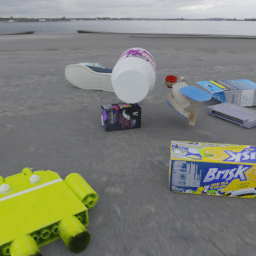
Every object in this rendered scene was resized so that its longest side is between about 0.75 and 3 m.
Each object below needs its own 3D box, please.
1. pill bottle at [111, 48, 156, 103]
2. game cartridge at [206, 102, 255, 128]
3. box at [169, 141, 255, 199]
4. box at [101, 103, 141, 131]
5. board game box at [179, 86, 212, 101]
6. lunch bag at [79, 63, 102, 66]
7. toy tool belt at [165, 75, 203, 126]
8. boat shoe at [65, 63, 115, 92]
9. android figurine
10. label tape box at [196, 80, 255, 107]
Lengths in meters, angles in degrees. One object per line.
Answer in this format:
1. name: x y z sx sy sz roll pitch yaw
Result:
1. pill bottle: 0.188 -1.530 8.143 1.249 1.249 2.224 2 26 5
2. game cartridge: 3.586 -0.446 9.206 1.090 0.323 1.682 -10 24 -32
3. box: 2.030 0.820 5.532 2.396 0.770 0.839 4 23 7
4. box: -0.208 -0.356 8.439 1.113 0.680 0.590 -6 24 -15
5. board game box: 1.832 -0.883 7.707 0.709 0.175 0.897 -23 43 -37
6. lunch bag: -2.197 -3.209 15.407 1.481 0.571 1.188 7 24 15
7. toy tool belt: 1.604 -0.840 8.632 0.995 0.980 1.594 -18 44 -20
8. boat shoe: -1.405 -2.339 12.644 2.960 1.108 0.915 10 26 18
9. android figurine: -1.631 1.339 4.705 2.123 0.479 2.333 -14 28 -30
10. label tape box: 3.929 -1.349 10.800 2.203 0.728 1.579 -5 22 -7
